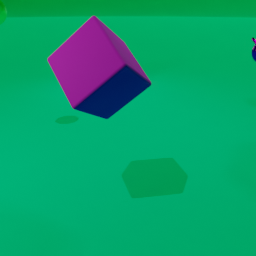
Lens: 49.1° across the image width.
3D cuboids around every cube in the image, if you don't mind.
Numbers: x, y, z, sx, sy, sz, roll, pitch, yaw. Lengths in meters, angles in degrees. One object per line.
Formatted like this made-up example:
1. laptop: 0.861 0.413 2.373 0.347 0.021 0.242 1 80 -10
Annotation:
1. cube: -0.449 -0.928 4.646 1.059 1.059 1.059 59 18 20

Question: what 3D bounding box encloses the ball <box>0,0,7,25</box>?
1. ball: -3.471 -2.975 7.126 0.726 0.726 0.726 0 24 0

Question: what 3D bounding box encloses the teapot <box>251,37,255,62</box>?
1. teapot: 4.447 -2.459 9.063 1.261 0.784 0.617 43 33 -5
